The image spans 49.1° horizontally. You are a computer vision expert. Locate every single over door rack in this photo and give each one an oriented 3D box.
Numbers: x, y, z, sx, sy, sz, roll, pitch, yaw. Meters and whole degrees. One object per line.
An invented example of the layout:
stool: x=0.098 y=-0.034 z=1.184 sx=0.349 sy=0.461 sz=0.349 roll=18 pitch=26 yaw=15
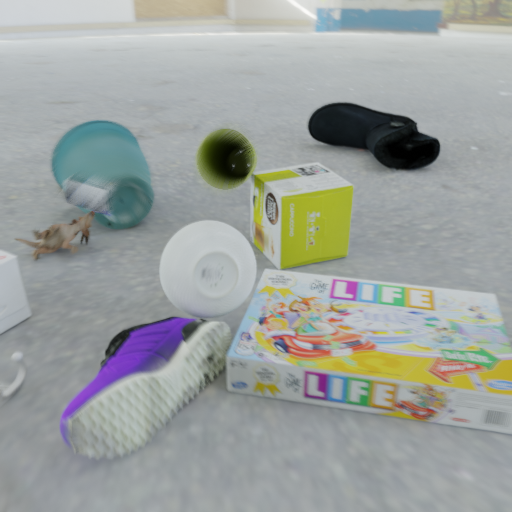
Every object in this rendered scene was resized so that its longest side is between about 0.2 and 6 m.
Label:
over door rack: x=-3.574 y=1.623 z=5.824 sx=1.517 sy=0.684 sz=2.053 roll=2 pitch=27 yaw=6

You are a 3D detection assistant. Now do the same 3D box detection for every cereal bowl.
cereal bowl: x=-0.570 y=0.204 z=7.145 sx=1.281 sy=1.281 sz=0.534 roll=-9 pitch=11 yaw=-17

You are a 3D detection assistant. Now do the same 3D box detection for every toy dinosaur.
toy dinosaur: x=-3.441 y=-0.318 z=9.803 sx=1.339 sy=0.575 sz=0.908 roll=-15 pitch=12 yaw=5

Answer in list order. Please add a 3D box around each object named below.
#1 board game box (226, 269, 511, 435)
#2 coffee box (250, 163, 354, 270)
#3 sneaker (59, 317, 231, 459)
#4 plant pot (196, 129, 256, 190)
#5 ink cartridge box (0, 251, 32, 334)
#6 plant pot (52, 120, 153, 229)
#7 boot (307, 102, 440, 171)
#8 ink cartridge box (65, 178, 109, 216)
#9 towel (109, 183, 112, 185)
board game box: x=1.436 y=1.050 z=7.058 sx=3.190 sy=0.546 sz=2.145 roll=6 pitch=27 yaw=11
coffee box: x=0.744 y=-0.716 z=9.667 sx=1.339 sy=1.337 sz=1.324 roll=-10 pitch=29 yaw=-19
sneaker: x=-1.392 y=1.342 z=6.336 sx=1.168 sy=0.816 sz=2.349 roll=13 pitch=24 yaw=31
plant pot: x=-0.387 y=-1.583 z=9.266 sx=0.947 sy=0.947 sz=1.012 roll=6 pitch=9 yaw=12
ink cartridge box: x=-4.016 y=0.466 z=7.707 sx=1.371 sy=1.001 sz=1.006 roll=16 pitch=32 yaw=28
plant pot: x=-2.831 y=-1.458 z=10.867 sx=1.793 sy=1.793 sz=1.685 roll=-15 pitch=43 yaw=-27
boot: x=2.962 y=-3.142 z=14.564 sx=3.146 sy=1.201 sz=2.643 roll=7 pitch=23 yaw=0
ink cartridge box: x=-2.851 y=-0.940 z=9.466 sx=0.710 sy=0.716 sz=0.155 roll=17 pitch=57 yaw=0
towel: x=-3.674 y=-1.683 z=12.771 sx=1.484 sy=0.271 sz=1.101 roll=-13 pitch=31 yaw=-27
